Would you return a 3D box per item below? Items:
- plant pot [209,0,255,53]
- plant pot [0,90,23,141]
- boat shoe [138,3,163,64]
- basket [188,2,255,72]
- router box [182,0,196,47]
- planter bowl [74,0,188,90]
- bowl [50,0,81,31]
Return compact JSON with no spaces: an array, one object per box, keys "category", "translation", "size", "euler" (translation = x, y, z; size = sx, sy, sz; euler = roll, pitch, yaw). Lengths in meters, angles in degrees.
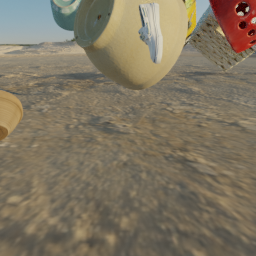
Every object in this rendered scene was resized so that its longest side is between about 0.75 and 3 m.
[{"category":"plant pot","translation":[2.395,-2.362,5.410],"size":[1.270,1.395,1.395],"euler":[-26,2,32]},{"category":"plant pot","translation":[-1.620,-0.073,3.283],"size":[0.773,0.773,0.357],"euler":[-8,57,-25]},{"category":"boat shoe","translation":[0.269,-1.218,3.626],"size":[0.282,0.846,0.311],"euler":[-1,-18,-5]},{"category":"basket","translation":[2.843,-2.903,7.589],"size":[2.334,1.582,1.440],"euler":[-57,8,-33]},{"category":"router box","translation":[1.263,-3.357,9.585],"size":[0.711,2.142,2.724],"euler":[34,72,30]},{"category":"planter bowl","translation":[-0.131,-1.915,5.387],"size":[1.419,2.108,2.108],"euler":[11,6,-42]},{"category":"bowl","translation":[-1.602,-3.499,7.782],"size":[1.378,1.378,0.721],"euler":[4,-8,12]}]
